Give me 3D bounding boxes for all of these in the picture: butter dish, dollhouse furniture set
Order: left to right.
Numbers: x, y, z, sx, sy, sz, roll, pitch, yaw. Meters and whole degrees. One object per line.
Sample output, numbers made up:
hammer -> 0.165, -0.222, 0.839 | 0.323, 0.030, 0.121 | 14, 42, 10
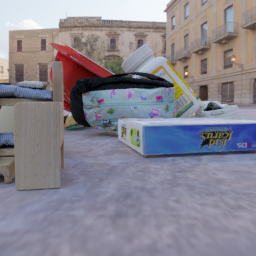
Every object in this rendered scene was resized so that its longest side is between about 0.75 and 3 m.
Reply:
dollhouse furniture set -> -1.743, -0.251, 3.927 | 1.643, 1.634, 2.331 | -1, 5, -12
butter dish -> -1.791, -1.556, 10.292 | 2.832, 2.099, 2.840 | 26, 9, -34

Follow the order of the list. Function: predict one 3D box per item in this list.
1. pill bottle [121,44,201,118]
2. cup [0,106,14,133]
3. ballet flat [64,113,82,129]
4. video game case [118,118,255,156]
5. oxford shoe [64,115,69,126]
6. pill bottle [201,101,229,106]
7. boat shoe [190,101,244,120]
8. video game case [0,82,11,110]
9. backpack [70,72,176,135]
pill bottle -> 1.040, -1.369, 9.261 | 1.502, 2.664, 1.502 | -41, 3, 2
cup -> -3.106, -0.430, 8.451 | 1.671, 1.195, 1.671 | 0, 5, 0
ballet flat -> -1.781, -0.403, 10.350 | 0.812, 0.746, 2.367 | -16, 1, 12
video game case -> 1.213, 0.098, 5.960 | 2.515, 0.571, 2.279 | -1, 5, -12
oxford shoe -> -2.937, -0.411, 10.060 | 2.102, 0.887, 0.764 | -2, 3, -35
pill bottle -> 3.935, -0.801, 13.599 | 1.796, 1.006, 1.006 | 6, 8, 44
boat shoe -> 2.794, -0.469, 9.245 | 0.989, 0.897, 2.688 | -21, 13, -21
video game case -> -5.523, -0.802, 9.379 | 2.804, 0.358, 2.534 | -8, -13, -31
backpack -> 0.008, -0.661, 8.026 | 2.748, 1.739, 2.293 | 2, 17, 16
